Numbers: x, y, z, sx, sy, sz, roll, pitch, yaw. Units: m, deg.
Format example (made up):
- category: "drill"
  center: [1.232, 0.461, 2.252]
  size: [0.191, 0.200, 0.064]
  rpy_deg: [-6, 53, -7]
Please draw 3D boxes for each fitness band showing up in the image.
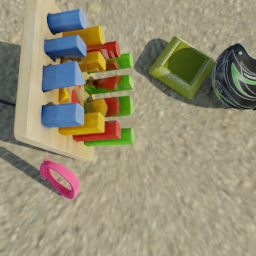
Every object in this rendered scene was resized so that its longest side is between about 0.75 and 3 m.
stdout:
- category: "fitness band"
  center: [-1.516, 1.149, 6.240]
  size: [0.976, 1.359, 0.254]
  rpy_deg: [35, 58, 9]

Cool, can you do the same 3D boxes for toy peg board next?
- category: "toy peg board"
  center: [-0.797, -0.941, 5.916]
  size: [1.423, 2.897, 2.909]
  rpy_deg: [-5, 75, 13]

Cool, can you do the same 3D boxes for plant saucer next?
- category: "plant saucer"
  center: [1.526, -1.739, 7.680]
  size: [1.411, 0.338, 1.413]
  rpy_deg: [34, 79, 5]

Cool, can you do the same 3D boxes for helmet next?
- category: "helmet"
  center: [2.875, -1.264, 7.034]
  size: [1.518, 1.592, 1.592]
  rpy_deg: [10, 70, 1]

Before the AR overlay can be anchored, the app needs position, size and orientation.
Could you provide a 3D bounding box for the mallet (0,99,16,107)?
- category: "mallet"
  center: [-3.645, -0.810, 7.323]
  size: [1.334, 0.439, 0.275]
  rpy_deg: [20, 86, -31]
